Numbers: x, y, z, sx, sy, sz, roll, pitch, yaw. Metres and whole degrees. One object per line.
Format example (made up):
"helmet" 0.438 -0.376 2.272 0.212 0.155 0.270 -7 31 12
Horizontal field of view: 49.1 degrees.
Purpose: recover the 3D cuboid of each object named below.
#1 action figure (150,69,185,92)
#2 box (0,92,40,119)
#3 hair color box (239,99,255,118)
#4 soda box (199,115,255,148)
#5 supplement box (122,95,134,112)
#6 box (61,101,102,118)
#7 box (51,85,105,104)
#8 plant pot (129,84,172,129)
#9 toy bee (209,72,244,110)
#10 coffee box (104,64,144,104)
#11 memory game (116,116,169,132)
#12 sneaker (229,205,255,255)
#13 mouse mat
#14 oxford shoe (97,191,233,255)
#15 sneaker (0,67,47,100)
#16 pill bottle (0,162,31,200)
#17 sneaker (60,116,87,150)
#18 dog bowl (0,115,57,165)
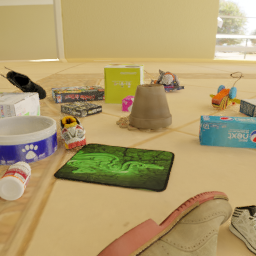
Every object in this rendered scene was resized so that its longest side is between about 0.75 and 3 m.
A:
"action figure" 1.941 -2.887 16.851 2.674 1.399 2.587 -3 9 -6
"box" -4.508 -0.667 10.199 1.890 1.035 2.141 2 17 3
"hair color box" 5.289 -0.662 10.941 0.969 0.586 1.937 -2 18 -7
"soda box" 3.252 0.111 8.199 2.235 0.758 0.717 3 18 10
"supplement box" 0.122 -1.091 12.430 0.519 0.530 1.026 6 20 14
"box" -1.972 -0.816 11.846 1.417 0.348 1.142 15 21 39
"box" -2.573 -1.796 14.694 2.642 0.498 1.805 -6 19 -19
"plant pot" 0.773 -0.814 9.779 1.555 1.350 1.555 -2 17 1
"toy bee" 4.660 -1.404 12.803 2.270 1.234 1.486 -29 37 -12
"coffee box" -0.148 -2.204 13.843 1.772 1.774 1.755 2 18 8
"memory game" 0.548 -0.214 10.296 1.995 0.127 1.995 0 18 0
"sneaker" 1.904 1.498 4.167 0.356 0.543 0.944 -8 19 -25
"mouse mat" -0.222 0.870 6.873 2.582 0.097 2.077 4 19 14
"oxford shoe" 0.759 1.623 3.691 2.713 0.956 1.014 -11 51 -43
"sneaker" -3.967 -1.665 10.830 2.096 0.629 1.093 35 -7 -35
"pill bottle" -2.280 1.039 5.711 0.500 0.500 0.885 -2 17 -5
"sneaker" -1.670 -0.034 8.432 0.766 0.809 1.969 -16 18 -15
"dog bowl" -2.960 0.269 7.669 1.980 0.780 1.980 0 17 0
